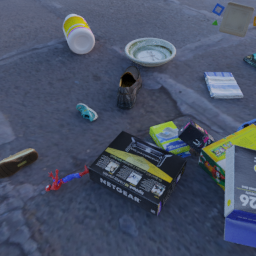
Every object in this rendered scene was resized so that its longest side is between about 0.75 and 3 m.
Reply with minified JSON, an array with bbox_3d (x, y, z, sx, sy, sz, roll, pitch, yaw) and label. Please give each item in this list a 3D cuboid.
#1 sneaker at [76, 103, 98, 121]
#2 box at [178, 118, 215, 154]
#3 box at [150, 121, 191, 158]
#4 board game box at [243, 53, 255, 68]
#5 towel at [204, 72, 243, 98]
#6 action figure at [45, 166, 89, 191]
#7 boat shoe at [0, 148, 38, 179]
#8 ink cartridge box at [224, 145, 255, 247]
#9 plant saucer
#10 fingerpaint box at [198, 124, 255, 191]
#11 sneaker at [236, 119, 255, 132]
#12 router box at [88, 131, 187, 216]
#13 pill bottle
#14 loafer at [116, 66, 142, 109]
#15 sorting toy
[{"bbox_3d":[-1.795,-0.659,11.752,1.148,0.445,0.457,31,60,28],"label":"sneaker"},{"bbox_3d":[2.437,0.318,10.074,1.139,0.696,0.604,37,22,-5],"label":"box"},{"bbox_3d":[1.589,0.478,10.568,0.987,0.386,1.618,-16,45,-16],"label":"box"},{"bbox_3d":[7.098,-3.448,14.812,1.096,0.228,1.621,-21,47,-21],"label":"board game box"},{"bbox_3d":[4.514,-2.090,13.378,1.490,0.241,2.028,1,43,0],"label":"towel"},{"bbox_3d":[-2.088,1.513,9.169,1.484,0.484,0.735,-29,77,-9],"label":"action figure"},{"bbox_3d":[-4.013,1.199,9.756,1.685,0.604,0.642,-24,34,-33],"label":"boat shoe"},{"bbox_3d":[4.037,2.003,7.832,2.616,0.622,2.648,14,61,-5],"label":"ink cartridge box"},{"bbox_3d":[1.176,-3.929,14.988,2.705,0.679,2.705,0,43,0],"label":"plant saucer"},{"bbox_3d":[4.024,1.170,9.449,2.455,0.900,2.048,-23,47,-21],"label":"fingerpaint box"},{"bbox_3d":[4.829,0.043,10.956,1.343,0.471,0.523,-24,41,-25],"label":"sneaker"},{"bbox_3d":[0.339,1.385,9.376,2.629,0.687,2.067,24,49,23],"label":"router box"},{"bbox_3d":[-2.914,-5.516,16.087,1.473,1.473,2.826,-13,46,-13],"label":"pill bottle"},{"bbox_3d":[0.106,-2.138,12.821,1.067,1.059,2.931,3,43,4],"label":"loafer"},{"bbox_3d":[3.434,-3.424,8.880,1.622,0.913,0.221,16,18,5],"label":"sorting toy"}]
